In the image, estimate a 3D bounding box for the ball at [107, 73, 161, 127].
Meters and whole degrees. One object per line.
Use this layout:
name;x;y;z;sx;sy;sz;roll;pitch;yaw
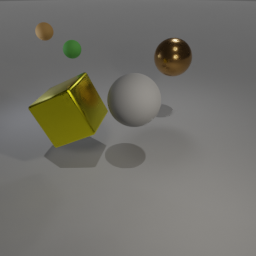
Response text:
ball;0.160;-0.724;7.314;1.400;1.400;1.400;0;28;0

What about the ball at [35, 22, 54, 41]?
ball;-3.347;-3.868;11.225;0.700;0.700;0.700;0;28;0

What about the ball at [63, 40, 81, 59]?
ball;-2.150;-3.030;10.781;0.700;0.700;0.700;0;28;0

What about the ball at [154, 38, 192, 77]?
ball;1.666;-2.619;10.391;1.400;1.400;1.400;0;28;0

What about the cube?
cube;-1.639;-0.521;8.023;1.400;1.400;1.400;-19;24;23
